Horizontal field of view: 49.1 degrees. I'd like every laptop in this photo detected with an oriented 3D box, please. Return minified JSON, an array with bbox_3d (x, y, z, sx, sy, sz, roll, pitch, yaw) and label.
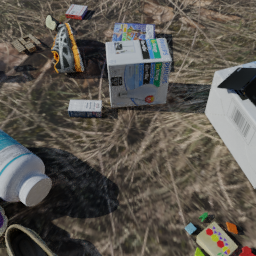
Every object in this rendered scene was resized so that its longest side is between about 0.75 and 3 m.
[{"bbox_3d":[2.969,-0.955,6.815,1.011,0.589,1.140,-40,85,-22],"label":"laptop"}]

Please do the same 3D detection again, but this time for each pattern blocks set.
[{"bbox_3d":[1.988,2.563,6.228,1.205,0.111,1.371,-22,55,-17],"label":"pattern blocks set"}]

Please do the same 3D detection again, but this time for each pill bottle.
[{"bbox_3d":[-2.903,0.958,6.802,2.213,1.226,1.226,31,57,22],"label":"pill bottle"}]

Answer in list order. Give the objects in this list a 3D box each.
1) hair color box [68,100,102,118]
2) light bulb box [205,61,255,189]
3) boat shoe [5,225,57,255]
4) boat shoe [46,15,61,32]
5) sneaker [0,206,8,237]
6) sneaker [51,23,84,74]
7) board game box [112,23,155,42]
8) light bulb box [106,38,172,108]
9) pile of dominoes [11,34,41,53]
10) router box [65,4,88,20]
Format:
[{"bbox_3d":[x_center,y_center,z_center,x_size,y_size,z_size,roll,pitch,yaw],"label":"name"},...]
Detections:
[{"bbox_3d":[-1.307,-0.598,8.646,0.985,0.298,0.493,1,51,1],"label":"hair color box"},{"bbox_3d":[4.061,-0.337,7.441,2.831,1.767,2.806,-16,54,-9],"label":"light bulb box"},{"bbox_3d":[-1.577,2.967,5.423,0.951,0.856,2.637,-35,59,-25],"label":"boat shoe"},{"bbox_3d":[-3.077,-4.306,11.598,0.378,0.442,1.207,4,31,-41],"label":"boat shoe"},{"bbox_3d":[-3.795,1.476,6.461,2.684,1.120,1.082,31,57,23],"label":"sneaker"},{"bbox_3d":[-2.315,-2.910,10.116,0.968,0.981,2.506,-18,53,-5],"label":"sneaker"},{"bbox_3d":[0.218,-3.119,10.591,1.641,0.418,2.425,3,51,2],"label":"board game box"},{"bbox_3d":[0.290,-1.639,8.531,1.793,1.777,1.119,-5,52,-3],"label":"light bulb box"},{"bbox_3d":[-3.982,-3.260,10.943,0.886,0.181,1.137,-30,49,-21],"label":"pile of dominoes"},{"bbox_3d":[-2.255,-5.112,12.335,0.741,0.202,0.825,11,52,9],"label":"router box"}]
